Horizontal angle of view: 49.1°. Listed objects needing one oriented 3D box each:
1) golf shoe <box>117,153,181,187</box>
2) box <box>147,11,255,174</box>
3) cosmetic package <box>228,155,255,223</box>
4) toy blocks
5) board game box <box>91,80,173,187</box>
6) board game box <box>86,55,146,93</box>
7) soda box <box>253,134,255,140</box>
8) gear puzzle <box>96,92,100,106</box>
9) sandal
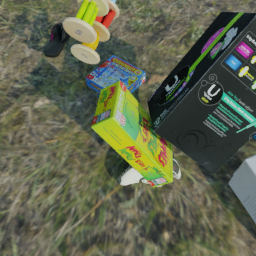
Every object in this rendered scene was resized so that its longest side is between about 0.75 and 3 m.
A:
[{"bbox_3d":[0.597,1.263,7.690,1.805,0.697,0.795,-20,63,-13],"label":"golf shoe"},{"bbox_3d":[1.869,-0.805,5.819,1.635,2.631,1.954,35,18,-14],"label":"box"},{"bbox_3d":[3.756,2.021,6.664,0.986,1.403,2.766,-19,57,-14],"label":"cosmetic package"},{"bbox_3d":[-0.664,-2.726,6.360,0.740,1.698,2.037,19,75,3],"label":"toy blocks"},{"bbox_3d":[0.206,0.183,5.959,0.526,2.210,1.122,-23,38,27],"label":"board game box"},{"bbox_3d":[-0.427,-1.762,10.049,1.549,0.433,1.517,32,60,21],"label":"board game box"},{"bbox_3d":[4.250,0.189,8.576,0.524,0.495,1.544,-26,59,-18],"label":"soda box"},{"bbox_3d":[-0.822,-0.685,9.234,0.607,0.154,1.172,-6,71,25],"label":"gear puzzle"},{"bbox_3d":[-2.858,-3.740,11.462,0.806,0.513,2.144,4,54,3],"label":"sandal"}]
